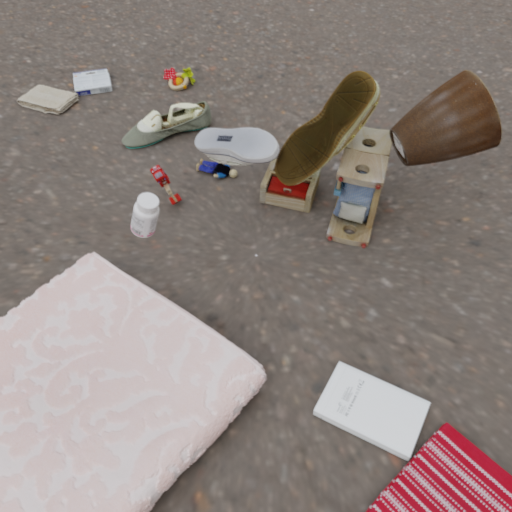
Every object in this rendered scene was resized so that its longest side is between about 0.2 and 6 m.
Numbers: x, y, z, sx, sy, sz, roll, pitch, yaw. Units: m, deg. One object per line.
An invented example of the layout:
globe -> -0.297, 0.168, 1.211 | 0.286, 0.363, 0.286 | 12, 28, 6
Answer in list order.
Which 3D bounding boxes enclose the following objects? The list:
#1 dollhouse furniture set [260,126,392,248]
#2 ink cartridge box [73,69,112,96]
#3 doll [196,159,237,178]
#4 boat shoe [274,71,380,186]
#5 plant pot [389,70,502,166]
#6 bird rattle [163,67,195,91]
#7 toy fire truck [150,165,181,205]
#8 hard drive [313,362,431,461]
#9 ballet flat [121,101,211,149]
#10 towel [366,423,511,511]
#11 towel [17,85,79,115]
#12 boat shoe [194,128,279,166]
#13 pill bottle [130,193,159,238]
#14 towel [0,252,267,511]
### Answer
dollhouse furniture set -> 1.195, -1.413, 10.386 | 2.252, 1.587, 1.578 | 13, 48, 10
ink cartridge box -> -4.127, -4.367, 14.104 | 0.906, 0.184, 0.907 | -11, 48, -10
doll -> -0.790, -1.825, 11.719 | 0.863, 0.209, 0.589 | 17, 50, 16
boat shoe -> 1.256, -2.046, 9.460 | 0.841, 2.272, 0.754 | 54, 27, 16
plant pot -> 2.997, -2.097, 9.208 | 1.445, 1.350, 1.350 | -25, 48, 6
bird rattle -> -1.962, -4.436, 14.045 | 0.808, 0.455, 0.659 | 4, 63, 7
toy fire truck -> -1.712, -1.336, 10.655 | 0.210, 0.863, 0.609 | -30, 81, 0
hard drive -> 1.652, 2.180, 7.995 | 1.416, 0.189, 0.934 | 22, 51, 20
ballet flat -> -2.022, -3.012, 12.506 | 2.121, 0.675, 0.715 | -20, 49, -17
towel -> 2.389, 3.265, 6.956 | 2.129, 0.239, 1.540 | -35, 58, -26
towel -> -5.013, -3.780, 13.547 | 1.272, 0.219, 0.843 | 18, 48, 17
boat shoe -> -0.293, -1.856, 9.925 | 1.753, 0.576, 0.631 | 9, 69, 32
pill bottle -> -1.579, -0.583, 7.990 | 0.362, 0.638, 0.362 | 10, 52, -13
towel -> -2.513, 2.021, 7.846 | 3.827, 0.646, 4.007 | 30, 54, 26
